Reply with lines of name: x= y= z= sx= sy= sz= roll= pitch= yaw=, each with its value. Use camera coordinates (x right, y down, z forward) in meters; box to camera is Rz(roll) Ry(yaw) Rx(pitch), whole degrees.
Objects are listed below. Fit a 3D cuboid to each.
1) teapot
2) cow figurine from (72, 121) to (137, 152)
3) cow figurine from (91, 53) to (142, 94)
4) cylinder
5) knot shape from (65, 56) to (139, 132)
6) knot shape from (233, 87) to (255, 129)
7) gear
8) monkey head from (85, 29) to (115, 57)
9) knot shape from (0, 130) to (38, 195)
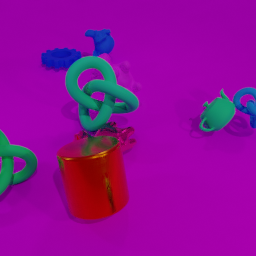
teapot: x=2.296 y=-0.435 z=7.292 sx=0.729 sy=0.926 sz=1.489 roll=40 pitch=64 yaw=2
cow figurine: x=-0.620 y=0.332 z=6.702 sx=1.330 sy=0.730 sz=1.309 roll=13 pitch=32 yaw=41
cow figurine: x=-0.419 y=-1.561 z=8.680 sx=0.878 sy=1.600 sz=1.574 roll=-39 pitch=16 yaw=-22
cylinder: x=-0.652 y=0.912 z=5.413 sx=1.220 sy=1.220 sz=1.220 roll=-8 pitch=15 yaw=2
knot shape: x=-0.795 y=-0.924 z=7.136 sx=1.925 sy=1.801 sz=0.890 roll=-19 pitch=20 yaw=30
knot shape: x=3.225 y=-0.435 z=7.010 sx=0.531 sy=1.148 sz=1.074 roll=-38 pitch=29 yaw=0
gear: x=-2.463 y=-2.619 z=10.400 sx=1.454 sy=0.269 sz=1.454 roll=1 pitch=35 yaw=-1
monkey head: x=-1.029 y=-3.123 z=10.176 sx=1.043 sy=0.874 sz=1.450 roll=16 pitch=51 yaw=16
knot shape: x=-2.622 y=0.760 z=5.804 sx=1.456 sy=1.556 sz=0.719 roll=16 pitch=-12 yaw=-36
